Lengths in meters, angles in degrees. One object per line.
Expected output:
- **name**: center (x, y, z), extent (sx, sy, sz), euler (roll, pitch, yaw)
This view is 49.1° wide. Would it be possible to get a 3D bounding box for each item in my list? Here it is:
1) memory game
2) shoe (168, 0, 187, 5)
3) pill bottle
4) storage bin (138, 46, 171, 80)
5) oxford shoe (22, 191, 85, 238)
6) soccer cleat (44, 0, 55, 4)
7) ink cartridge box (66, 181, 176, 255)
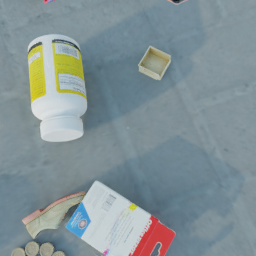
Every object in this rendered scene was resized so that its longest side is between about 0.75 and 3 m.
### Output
- **memory game**: center (-2.378, 3.876, 7.141), extent (1.883, 0.120, 1.883), euler (0, 74, 0)
- **shoe**: center (0.881, -3.326, 6.693), extent (1.383, 0.494, 0.629), euler (-8, 59, -12)
- **pill bottle**: center (-1.967, -1.069, 7.900), extent (1.521, 1.521, 2.733), euler (-8, 73, -2)
- **storage bin**: center (0.842, -2.019, 8.792), extent (0.785, 0.370, 0.790), euler (28, 75, 9)
- **oxford shoe**: center (-1.850, 2.262, 7.416), extent (1.779, 0.630, 0.657), euler (-29, 81, 1)
- **soccer cleat**: center (-1.756, -3.045, 5.572), extent (0.357, 1.071, 0.410), euler (24, 62, 43)
- **ink cartridge box**: center (-0.170, 2.577, 7.168), extent (2.395, 0.805, 1.391), euler (31, 76, 9)
